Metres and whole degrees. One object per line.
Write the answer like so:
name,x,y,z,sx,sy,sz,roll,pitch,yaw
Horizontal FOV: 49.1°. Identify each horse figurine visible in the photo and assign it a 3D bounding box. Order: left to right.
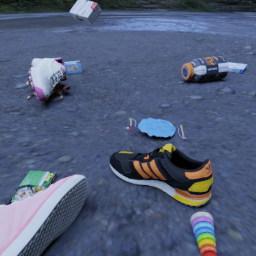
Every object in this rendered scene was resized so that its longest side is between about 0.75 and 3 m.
horse figurine,-3.265,-1.600,11.484,1.967,0.491,1.304,-3,34,-1

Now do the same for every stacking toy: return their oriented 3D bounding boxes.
stacking toy,1.334,1.950,4.827,0.418,0.418,0.979,2,32,4

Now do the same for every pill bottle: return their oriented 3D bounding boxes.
pill bottle,3.526,-2.703,12.957,2.026,1.076,1.076,-10,29,-18

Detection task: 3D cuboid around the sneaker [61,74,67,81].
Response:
sneaker,-3.673,-2.855,13.542,1.845,0.786,0.720,18,33,32

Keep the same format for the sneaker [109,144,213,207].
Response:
sneaker,0.684,0.752,6.258,2.521,1.134,0.882,17,32,30

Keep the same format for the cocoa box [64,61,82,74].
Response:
cocoa box,-2.774,-3.071,14.223,0.786,0.524,0.516,-11,30,-20

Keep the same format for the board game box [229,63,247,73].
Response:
board game box,5.596,-3.183,14.750,1.092,0.238,1.097,15,31,27

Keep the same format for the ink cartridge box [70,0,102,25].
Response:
ink cartridge box,-1.449,-3.987,9.586,0.879,0.364,0.645,28,80,28

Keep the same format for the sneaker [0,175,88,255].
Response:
sneaker,-1.868,1.540,4.898,1.364,0.982,2.609,18,36,21

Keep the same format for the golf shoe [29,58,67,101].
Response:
golf shoe,-3.097,-2.074,10.997,1.352,1.112,2.953,-14,39,-5

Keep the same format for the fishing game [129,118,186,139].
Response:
fishing game,0.873,0.022,8.644,1.701,0.264,1.218,6,28,-4

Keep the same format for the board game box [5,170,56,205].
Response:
board game box,-2.110,1.374,6.161,0.661,0.148,1.262,2,28,8
